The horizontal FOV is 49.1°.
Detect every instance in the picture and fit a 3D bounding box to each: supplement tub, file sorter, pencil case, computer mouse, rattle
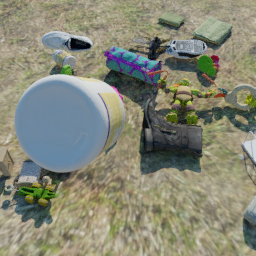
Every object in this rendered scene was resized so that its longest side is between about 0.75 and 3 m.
[{"bbox_3d":[-0.928,-0.177,5.419,1.596,1.596,2.195,10,9,9],"label":"supplement tub"},{"bbox_3d":[4.347,0.454,8.693,1.183,0.736,0.821,-12,48,-11],"label":"file sorter"},{"bbox_3d":[-2.698,-2.881,11.812,0.885,0.643,0.643,36,57,28],"label":"supplement tub"},{"bbox_3d":[0.230,-2.521,11.221,2.298,0.978,1.062,24,12,22],"label":"pencil case"},{"bbox_3d":[2.164,-3.404,12.358,2.538,0.557,1.392,5,55,6],"label":"computer mouse"},{"bbox_3d":[4.019,-1.284,10.336,1.512,0.984,1.080,5,41,27],"label":"rattle"}]

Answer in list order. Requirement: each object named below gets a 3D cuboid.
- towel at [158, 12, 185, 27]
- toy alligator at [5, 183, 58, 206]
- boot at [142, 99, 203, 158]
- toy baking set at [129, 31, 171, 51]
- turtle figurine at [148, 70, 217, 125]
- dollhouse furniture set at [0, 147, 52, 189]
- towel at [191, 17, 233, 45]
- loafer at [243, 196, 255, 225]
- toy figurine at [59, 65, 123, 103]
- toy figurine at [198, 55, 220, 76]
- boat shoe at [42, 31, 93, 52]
[{"bbox_3d":[2.273,-5.705,14.696,1.254,0.229,0.930,26,51,23],"label":"towel"},{"bbox_3d":[-2.624,1.809,7.712,1.557,0.374,0.516,9,49,14],"label":"toy alligator"},{"bbox_3d":[1.469,0.002,9.195,1.930,0.768,2.217,2,54,-2],"label":"boot"},{"bbox_3d":[1.124,-4.029,13.184,2.039,0.237,1.565,-35,54,-28],"label":"toy baking set"},{"bbox_3d":[1.859,-1.094,10.048,2.607,0.840,2.102,12,56,0],"label":"turtle figurine"},{"bbox_3d":[-2.784,1.135,8.032,1.769,0.783,0.917,0,47,-1],"label":"dollhouse furniture set"},{"bbox_3d":[4.190,-4.802,13.772,1.474,0.362,1.987,30,54,23],"label":"towel"},{"bbox_3d":[3.823,1.846,7.501,0.675,0.676,1.933,36,64,24],"label":"loafer"},{"bbox_3d":[-1.272,-0.753,9.465,2.184,1.781,2.373,13,70,0],"label":"toy figurine"},{"bbox_3d":[3.563,-2.706,11.752,0.891,0.727,0.968,-27,74,-34],"label":"toy figurine"},{"bbox_3d":[-1.902,-2.707,8.822,1.593,0.586,0.521,-3,26,-12],"label":"boat shoe"}]
